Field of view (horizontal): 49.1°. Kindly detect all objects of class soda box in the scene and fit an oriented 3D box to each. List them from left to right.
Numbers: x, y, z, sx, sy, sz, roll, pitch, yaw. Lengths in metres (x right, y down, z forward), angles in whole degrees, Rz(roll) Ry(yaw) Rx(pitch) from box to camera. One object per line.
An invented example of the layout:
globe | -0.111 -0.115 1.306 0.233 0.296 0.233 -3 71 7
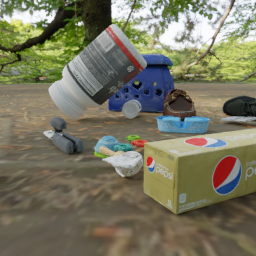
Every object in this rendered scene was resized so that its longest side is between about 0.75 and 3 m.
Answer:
soda box | 1.219 0.442 3.524 2.017 0.646 0.683 -6 12 -27

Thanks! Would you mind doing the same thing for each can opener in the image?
can opener | -1.335 0.103 5.648 0.405 0.507 1.517 -6 13 -31

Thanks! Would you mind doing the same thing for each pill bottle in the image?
pill bottle | -0.956 -1.639 8.585 2.804 1.624 1.624 -39 5 11
pill bottle | 0.155 -0.659 9.482 0.563 0.563 1.013 2 11 10

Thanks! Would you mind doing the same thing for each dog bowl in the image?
dog bowl | 1.393 -0.090 7.146 1.332 0.330 0.742 1 11 10

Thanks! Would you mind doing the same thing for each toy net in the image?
toy net | -0.040 0.447 4.470 0.891 0.328 1.699 1 12 -11

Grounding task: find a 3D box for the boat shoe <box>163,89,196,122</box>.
boat shoe | 1.549 -0.723 8.788 0.974 0.973 2.766 1 12 1

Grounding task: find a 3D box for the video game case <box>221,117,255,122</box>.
video game case | 3.194 -0.261 8.088 0.561 0.071 0.784 -9 8 -36

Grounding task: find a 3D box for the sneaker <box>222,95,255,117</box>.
sneaker | 3.996 -0.608 8.696 1.976 0.756 1.132 8 6 14

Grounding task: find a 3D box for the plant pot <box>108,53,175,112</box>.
plant pot | 0.664 -1.871 11.493 2.446 2.199 2.446 3 10 17
